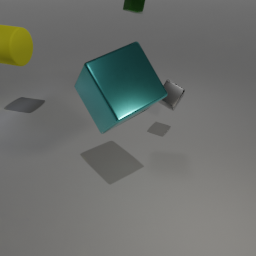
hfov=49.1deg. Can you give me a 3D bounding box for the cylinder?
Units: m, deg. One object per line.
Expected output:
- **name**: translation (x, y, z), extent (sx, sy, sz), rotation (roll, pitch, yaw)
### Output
- **cylinder**: translation (-4.556, -3.110, 10.505), extent (1.400, 1.400, 1.400), rotation (11, 30, 13)

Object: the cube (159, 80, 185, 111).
- **cube**: translation (1.457, -1.105, 9.630), extent (0.700, 0.700, 0.700), rotation (33, -2, 11)

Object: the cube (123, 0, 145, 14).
- **cube**: translation (0.275, -5.600, 12.605), extent (0.700, 0.700, 0.700), rotation (2, 20, -29)

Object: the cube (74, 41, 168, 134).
- **cube**: translation (-0.221, -0.888, 6.537), extent (1.400, 1.400, 1.400), rotation (-29, -1, -23)
